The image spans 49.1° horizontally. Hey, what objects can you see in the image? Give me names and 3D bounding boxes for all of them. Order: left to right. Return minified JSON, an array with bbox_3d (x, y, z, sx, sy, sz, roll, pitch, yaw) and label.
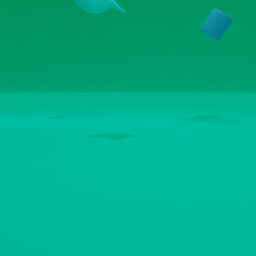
[{"bbox_3d":[-0.596,-2.407,4.901,1.260,0.760,0.907,10,24,-8],"label":"monkey head"},{"bbox_3d":[2.964,-3.459,9.456,0.770,0.770,0.770,29,19,-11],"label":"cylinder"}]
